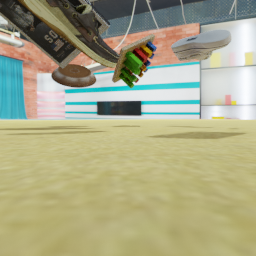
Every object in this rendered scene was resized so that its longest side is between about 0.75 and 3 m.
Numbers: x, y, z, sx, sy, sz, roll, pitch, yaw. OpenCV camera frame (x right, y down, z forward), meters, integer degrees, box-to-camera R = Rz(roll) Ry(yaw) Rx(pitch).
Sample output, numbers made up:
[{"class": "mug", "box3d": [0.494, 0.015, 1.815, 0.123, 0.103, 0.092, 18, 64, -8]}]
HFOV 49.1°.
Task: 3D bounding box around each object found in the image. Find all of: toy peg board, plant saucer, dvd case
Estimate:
[{"class": "toy peg board", "box3d": [0.410, -2.377, 10.472, 1.675, 0.823, 1.682, -34, -18, -32]}, {"class": "plant saucer", "box3d": [-1.945, -1.960, 10.166, 1.639, 0.300, 1.639, 8, 35, -6]}, {"class": "dvd case", "box3d": [-2.269, -3.302, 7.955, 2.176, 0.358, 2.895, -32, -57, 29]}]

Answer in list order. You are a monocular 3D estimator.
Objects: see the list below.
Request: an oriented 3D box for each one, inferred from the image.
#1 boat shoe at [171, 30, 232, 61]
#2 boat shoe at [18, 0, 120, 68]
[{"class": "boat shoe", "box3d": [2.554, -2.750, 9.755, 2.478, 0.814, 0.891, 5, 45, 52]}, {"class": "boat shoe", "box3d": [-1.033, -2.202, 5.868, 2.612, 0.846, 0.956, 29, 18, -41]}]
